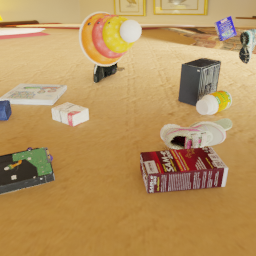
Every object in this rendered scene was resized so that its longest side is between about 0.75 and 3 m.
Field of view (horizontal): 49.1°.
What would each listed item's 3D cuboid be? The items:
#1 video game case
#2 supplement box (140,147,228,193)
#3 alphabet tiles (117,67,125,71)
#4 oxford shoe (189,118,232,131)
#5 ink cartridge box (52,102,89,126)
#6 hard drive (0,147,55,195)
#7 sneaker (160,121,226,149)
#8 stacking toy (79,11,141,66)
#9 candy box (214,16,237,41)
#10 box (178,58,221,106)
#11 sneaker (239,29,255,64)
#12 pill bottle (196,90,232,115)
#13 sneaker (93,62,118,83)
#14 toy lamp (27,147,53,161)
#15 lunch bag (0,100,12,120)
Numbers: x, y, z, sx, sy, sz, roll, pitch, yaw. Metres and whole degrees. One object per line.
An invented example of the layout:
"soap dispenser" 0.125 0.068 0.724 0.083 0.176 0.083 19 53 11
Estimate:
"video game case" -4.517 -1.683 13.646 2.524 0.299 2.297 3 26 4
"supplement box" 1.439 1.095 7.550 2.088 0.636 1.136 -5 26 -6
"alphabet tiles" -0.611 -3.873 18.468 0.803 0.036 0.961 0 26 -2
"oxford shoe" 2.911 0.025 10.016 1.611 0.606 0.465 -12 -14 -6
"ink cartridge box" -2.294 -0.559 11.099 1.215 0.503 0.890 18 31 32
"hard drive" -2.959 1.139 7.562 1.760 0.333 1.230 -13 39 -19
"sneaker" 2.078 0.366 8.946 2.084 0.848 0.920 -5 26 9
"stacking toy" -0.346 -3.177 9.522 1.966 1.966 2.691 -15 14 -28
"candy box" 3.791 -3.870 10.911 0.638 0.755 0.291 -22 14 2
"box" 3.282 -2.166 12.918 1.108 1.797 1.783 23 33 37
"sneaker" 3.886 -2.589 8.928 0.496 1.149 0.446 -29 45 -16
"pill bottle" 3.575 -1.040 11.717 1.500 0.833 0.833 -20 32 -34
"sneaker" -1.239 -3.426 16.278 1.129 0.977 2.579 11 39 6
"toy lamp" -2.688 0.820 8.555 0.956 0.278 0.278 14 29 30
"lunch bag" -5.137 -0.731 11.270 0.647 0.664 0.977 -3 26 -7
